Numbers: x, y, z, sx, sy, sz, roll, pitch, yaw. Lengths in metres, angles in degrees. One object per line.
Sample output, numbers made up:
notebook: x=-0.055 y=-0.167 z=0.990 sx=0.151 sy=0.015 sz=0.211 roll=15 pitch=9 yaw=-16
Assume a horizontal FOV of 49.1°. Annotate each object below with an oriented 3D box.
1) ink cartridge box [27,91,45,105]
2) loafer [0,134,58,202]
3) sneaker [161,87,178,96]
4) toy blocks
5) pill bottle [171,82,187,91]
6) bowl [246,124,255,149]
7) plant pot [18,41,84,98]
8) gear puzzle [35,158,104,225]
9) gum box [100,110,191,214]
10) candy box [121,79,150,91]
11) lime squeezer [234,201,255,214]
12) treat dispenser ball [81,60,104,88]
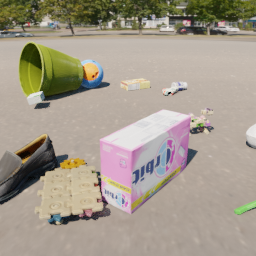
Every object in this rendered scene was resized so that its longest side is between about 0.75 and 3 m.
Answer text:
ink cartridge box: x=-4.434 y=-1.448 z=13.520 sx=0.635 sy=0.360 sz=0.866 roll=-14 pitch=21 yaw=-1
loafer: x=-3.135 y=1.049 z=7.407 sx=1.064 sy=1.056 sz=2.923 roll=12 pitch=25 yaw=26
sneaker: x=2.447 y=-2.016 z=15.773 sx=1.144 sy=0.403 sz=0.535 roll=-10 pitch=43 yaw=-29
toy blocks: x=2.574 y=-0.355 z=10.755 sx=1.005 sy=1.075 sz=0.905 roll=-5 pitch=29 yaw=-13
pill bottle: x=3.049 y=-2.470 z=16.580 sx=0.857 sy=0.513 sz=0.513 roll=-8 pitch=24 yaw=-23
bowl: x=4.931 y=0.408 z=9.602 sx=1.515 sy=0.566 sz=1.518 roll=18 pitch=28 yaw=37
plant pot: x=-4.125 y=-3.116 z=15.615 sx=2.824 sy=2.933 sz=2.933 roll=-5 pitch=20 yaw=-43
gear puzzle: x=-1.516 y=1.501 z=7.335 sx=1.520 sy=0.384 sz=2.934 roll=-6 pitch=20 yaw=-10
gum box: x=0.609 y=0.693 z=7.455 sx=0.972 sy=1.669 sz=2.940 roll=17 pitch=28 yaw=35
candy box: x=0.453 y=-2.662 z=17.118 sx=1.579 sy=0.437 sz=0.911 roll=-12 pitch=25 yaw=-26
lime squeezer: x=3.597 y=1.591 z=7.135 sx=0.892 sy=0.476 sz=2.525 roll=-21 pitch=5 yaw=43
treat dispenser ball: x=-2.327 y=-3.285 z=17.059 sx=1.689 sy=1.689 sz=1.689 roll=0 pitch=23 yaw=0
